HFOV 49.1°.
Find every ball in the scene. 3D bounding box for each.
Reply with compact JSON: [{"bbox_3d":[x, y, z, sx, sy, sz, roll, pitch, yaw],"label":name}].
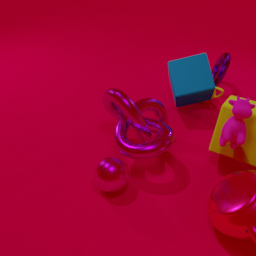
[{"bbox_3d":[-0.344,0.938,5.698,0.737,0.737,0.737,0,38,0],"label":"ball"}]

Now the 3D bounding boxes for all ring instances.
[{"bbox_3d":[2.878,-1.823,8.812,0.230,1.149,1.149,22,40,-1],"label":"ring"}]

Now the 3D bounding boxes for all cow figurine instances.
[{"bbox_3d":[1.999,-0.100,5.194,0.482,0.878,0.864,13,77,9],"label":"cow figurine"}]

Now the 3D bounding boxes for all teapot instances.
[{"bbox_3d":[2.169,-1.245,8.466,1.458,0.714,0.907,23,43,24],"label":"teapot"},{"bbox_3d":[2.089,1.372,4.911,1.269,0.999,2.041,-38,16,21],"label":"teapot"}]

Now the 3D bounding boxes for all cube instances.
[{"bbox_3d":[2.508,0.028,6.034,1.071,1.071,1.071,20,25,22],"label":"cube"},{"bbox_3d":[1.697,-1.268,7.625,1.015,1.015,1.015,-12,77,8],"label":"cube"}]

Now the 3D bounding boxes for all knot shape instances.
[{"bbox_3d":[0.165,-0.190,6.258,1.832,0.904,1.957,40,26,1],"label":"knot shape"}]
